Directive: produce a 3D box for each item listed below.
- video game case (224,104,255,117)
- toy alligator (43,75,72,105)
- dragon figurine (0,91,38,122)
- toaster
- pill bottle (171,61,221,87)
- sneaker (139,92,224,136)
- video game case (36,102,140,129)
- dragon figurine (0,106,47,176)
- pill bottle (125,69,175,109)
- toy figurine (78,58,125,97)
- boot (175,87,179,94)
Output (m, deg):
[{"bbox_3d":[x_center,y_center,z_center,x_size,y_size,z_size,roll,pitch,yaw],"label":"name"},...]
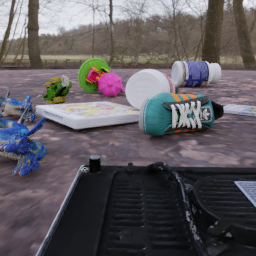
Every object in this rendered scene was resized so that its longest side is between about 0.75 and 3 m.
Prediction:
[{"bbox_3d":[4.188,-0.593,9.619,1.724,0.155,1.234,9,17,34],"label":"video game case"},{"bbox_3d":[-2.398,-1.359,10.081,0.661,0.912,2.752,-10,1,-32],"label":"toy alligator"},{"bbox_3d":[-3.412,-0.675,8.798,1.187,0.703,2.387,-4,17,-16],"label":"dragon figurine"},{"bbox_3d":[0.765,0.987,0.862,2.310,1.371,2.089,0,14,1],"label":"toaster"},{"bbox_3d":[4.351,-3.456,17.934,2.824,1.634,1.634,-3,14,-10],"label":"pill bottle"},{"bbox_3d":[1.453,-0.409,7.015,1.187,1.061,2.972,5,13,38],"label":"sneaker"},{"bbox_3d":[-1.033,-0.470,8.510,2.685,0.307,2.444,-7,16,-40],"label":"video game case"},{"bbox_3d":[-1.943,0.185,5.291,1.287,0.762,2.588,1,15,3],"label":"dragon figurine"},{"bbox_3d":[0.772,-1.236,9.248,1.343,1.343,2.451,4,8,15],"label":"pill bottle"},{"bbox_3d":[-0.968,-2.203,14.101,2.477,1.859,2.280,20,13,-41],"label":"toy figurine"},{"bbox_3d":[1.741,-1.279,11.202,0.345,0.996,0.867,25,-4,27],"label":"boot"}]
